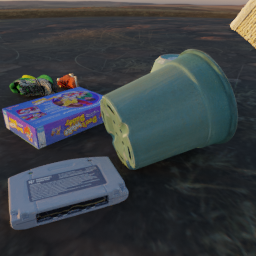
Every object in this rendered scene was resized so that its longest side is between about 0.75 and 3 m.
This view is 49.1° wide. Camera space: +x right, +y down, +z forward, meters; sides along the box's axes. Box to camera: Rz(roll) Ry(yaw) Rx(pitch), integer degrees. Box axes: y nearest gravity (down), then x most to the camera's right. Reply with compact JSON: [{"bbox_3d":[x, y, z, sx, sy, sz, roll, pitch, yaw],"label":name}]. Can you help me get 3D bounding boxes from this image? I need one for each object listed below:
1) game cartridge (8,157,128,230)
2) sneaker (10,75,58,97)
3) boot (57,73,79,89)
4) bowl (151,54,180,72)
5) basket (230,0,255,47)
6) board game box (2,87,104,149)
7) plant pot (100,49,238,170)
[{"bbox_3d":[-1.315,1.244,5.985,2.285,0.467,1.521,-10,32,-20],"label":"game cartridge"},{"bbox_3d":[-3.801,-1.581,11.340,2.302,0.898,0.981,6,33,31],"label":"sneaker"},{"bbox_3d":[-2.631,-1.961,12.329,0.850,0.595,1.585,-18,26,-19],"label":"boot"},{"bbox_3d":[2.086,-2.649,12.875,2.372,1.241,2.372,-1,27,1],"label":"bowl"},{"bbox_3d":[3.032,-2.342,5.377,1.358,1.370,1.102,-40,81,-18],"label":"basket"},{"bbox_3d":[-2.154,-0.480,9.130,2.008,0.669,2.986,24,35,39],"label":"board game box"},{"bbox_3d":[0.804,-0.324,6.894,2.502,2.554,2.554,-22,32,-15],"label":"plant pot"}]
